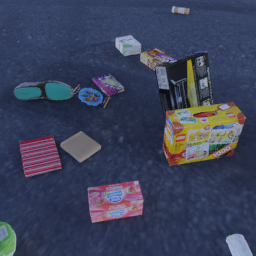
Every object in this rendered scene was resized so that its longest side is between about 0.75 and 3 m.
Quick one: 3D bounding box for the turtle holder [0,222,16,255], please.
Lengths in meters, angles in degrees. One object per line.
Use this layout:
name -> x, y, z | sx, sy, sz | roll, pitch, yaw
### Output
turtle holder -> -3.600, 3.201, 7.219 | 1.123, 1.050, 1.478 | 19, 45, 19

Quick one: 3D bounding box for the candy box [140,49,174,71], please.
candy box -> 1.712, -3.715, 15.602 | 1.151, 0.557, 1.973 | -23, 44, -24

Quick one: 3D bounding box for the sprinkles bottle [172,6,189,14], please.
sprinkles bottle -> 4.160, -9.295, 22.141 | 1.310, 0.447, 0.447 | 15, 43, 15

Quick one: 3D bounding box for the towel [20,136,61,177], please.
towel -> -3.273, 1.007, 10.414 | 1.291, 0.201, 1.785 | -13, 44, -18

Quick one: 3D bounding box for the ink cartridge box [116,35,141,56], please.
ink cartridge box -> -0.004, -5.022, 17.054 | 1.087, 0.628, 1.488 | -16, 43, -18

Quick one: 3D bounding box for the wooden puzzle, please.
wooden puzzle -> -1.810, 0.720, 10.759 | 1.190, 0.222, 1.101 | 35, 51, 28

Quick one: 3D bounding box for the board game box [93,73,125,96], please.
board game box -> -0.991, -2.211, 14.124 | 0.986, 0.265, 1.642 | -25, 47, -20

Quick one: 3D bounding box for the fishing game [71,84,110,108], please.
fishing game -> -1.726, -1.505, 12.973 | 1.697, 0.264, 1.215 | 26, 43, 2

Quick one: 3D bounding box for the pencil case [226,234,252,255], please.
pencil case -> 3.011, 3.423, 7.386 | 0.533, 0.488, 1.175 | 5, 39, -10

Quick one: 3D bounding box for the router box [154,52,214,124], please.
router box -> 2.350, -1.411, 11.207 | 2.198, 2.795, 0.730 | -24, 23, -25

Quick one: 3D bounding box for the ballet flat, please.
ballet flat -> -3.895, -1.837, 13.189 | 2.715, 0.976, 0.976 | -1, 41, -3

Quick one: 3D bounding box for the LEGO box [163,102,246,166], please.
LEGO box -> 2.613, 0.222, 10.031 | 2.511, 1.870, 0.969 | -8, 42, -9

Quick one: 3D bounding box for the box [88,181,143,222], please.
box -> -0.386, 2.239, 8.526 | 1.582, 0.812, 0.749 | -6, 42, -9
